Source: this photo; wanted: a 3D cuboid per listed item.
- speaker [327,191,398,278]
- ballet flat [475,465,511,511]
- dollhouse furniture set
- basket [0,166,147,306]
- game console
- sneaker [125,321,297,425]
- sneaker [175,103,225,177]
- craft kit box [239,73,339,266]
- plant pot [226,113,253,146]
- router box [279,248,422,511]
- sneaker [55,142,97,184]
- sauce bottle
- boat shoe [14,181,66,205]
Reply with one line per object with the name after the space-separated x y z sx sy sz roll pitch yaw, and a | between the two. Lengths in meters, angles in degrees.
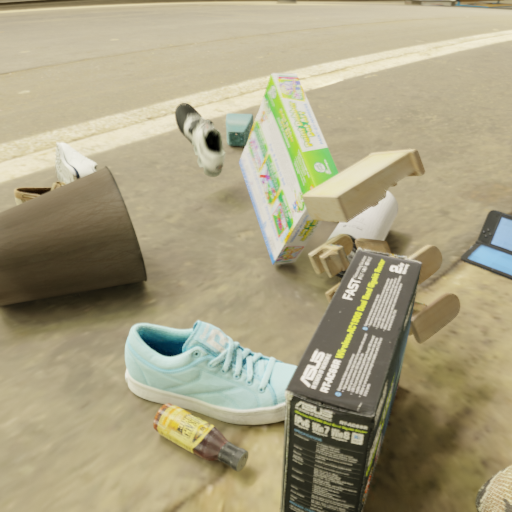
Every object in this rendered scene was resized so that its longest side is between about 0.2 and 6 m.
2.168 -0.534 11.391 0.979 0.979 2.412 13 34 20 | speaker
3.955 2.470 6.350 2.879 1.084 0.977 -2 27 -3 | ballet flat
1.984 -0.222 8.727 1.556 2.392 2.197 -32 19 -19 | dollhouse furniture set
-3.614 -0.220 10.111 2.616 1.779 2.358 -18 72 -18 | basket
4.987 -0.215 11.100 1.365 1.165 0.808 26 13 35 | game console
-0.535 1.534 7.813 2.849 1.167 1.053 4 33 7 | sneaker
-1.259 -3.006 13.530 0.760 0.908 2.051 -23 75 -30 | sneaker
0.526 -1.559 10.536 0.630 2.567 2.599 -9 64 -18 | craft kit box
-0.531 -3.724 16.859 0.817 0.815 0.832 3 41 6 | plant pot
1.193 1.566 6.766 0.904 2.182 2.911 12 34 19 | router box
-4.648 -2.291 14.560 0.902 0.856 2.241 -11 41 -29 | sneaker
-0.709 2.339 7.213 1.330 0.439 0.439 17 35 26 | sauce bottle
-4.604 -1.377 13.104 1.973 0.636 0.703 -8 32 -12 | boat shoe
